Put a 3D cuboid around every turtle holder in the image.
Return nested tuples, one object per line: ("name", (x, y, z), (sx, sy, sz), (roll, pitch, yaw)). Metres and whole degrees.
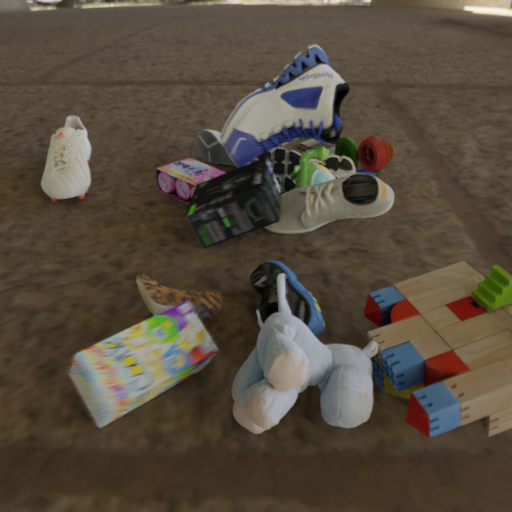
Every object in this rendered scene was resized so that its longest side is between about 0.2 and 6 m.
("turtle holder", (1.283, -1.698, 12.800), (0.968, 1.036, 1.364), (7, 63, -1))

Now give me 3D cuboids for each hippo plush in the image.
("hippo plush", (0.682, 1.640, 7.475), (1.619, 1.604, 2.014), (23, 28, -11))

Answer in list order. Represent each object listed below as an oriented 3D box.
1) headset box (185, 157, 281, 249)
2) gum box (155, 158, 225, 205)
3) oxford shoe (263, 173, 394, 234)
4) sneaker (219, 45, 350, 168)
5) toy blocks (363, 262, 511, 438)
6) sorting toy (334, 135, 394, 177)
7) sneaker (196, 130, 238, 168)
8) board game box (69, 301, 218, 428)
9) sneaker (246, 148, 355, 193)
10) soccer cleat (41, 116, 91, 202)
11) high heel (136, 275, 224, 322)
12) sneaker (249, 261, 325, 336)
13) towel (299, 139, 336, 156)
("headset box", (-0.488, -1.103, 11.663), (1.849, 0.858, 1.610), (-19, 28, 16))
("gum box", (-1.438, -1.728, 13.435), (1.037, 0.604, 1.827), (-26, 39, -37))
("oxford shoe", (1.383, -1.133, 11.611), (2.849, 0.823, 1.071), (-8, 69, 17))
("sneaker", (0.828, -2.902, 11.950), (3.107, 1.255, 1.794), (-44, 69, 0))
("toy blocks", (2.605, 1.312, 7.806), (2.218, 1.622, 3.245), (-17, 32, -7))
("sorting toy", (2.838, -2.500, 14.252), (0.783, 1.146, 1.908), (-15, 16, -23))
("sneaker", (-0.633, -2.860, 15.274), (2.360, 0.830, 0.946), (27, 32, 27))
("board game box", (-1.512, 1.439, 7.568), (1.669, 0.860, 0.875), (-26, 74, -34))
("sneaker", (1.057, -2.121, 14.016), (2.739, 1.104, 1.143), (6, 15, -8))
("soccer cleat", (-4.731, -2.448, 13.967), (1.169, 1.309, 3.375), (-6, 32, -9))
("high heel", (-1.301, 0.629, 9.466), (1.076, 0.539, 1.510), (-29, 52, -22))
("sneaker", (0.318, 0.719, 9.163), (0.884, 0.756, 2.133), (-22, 29, -13))
("towel", (2.046, -3.162, 16.286), (1.252, 0.216, 1.206), (-25, 42, -38))
